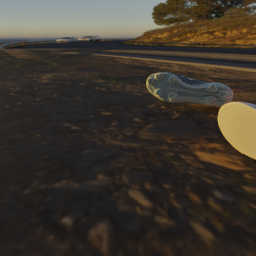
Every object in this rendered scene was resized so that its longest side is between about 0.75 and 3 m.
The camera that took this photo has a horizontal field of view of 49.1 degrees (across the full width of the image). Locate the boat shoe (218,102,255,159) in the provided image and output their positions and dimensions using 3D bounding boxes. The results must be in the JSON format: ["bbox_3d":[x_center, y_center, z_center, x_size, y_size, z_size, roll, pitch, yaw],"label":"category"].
[{"bbox_3d":[3.364,0.204,5.779,1.357,1.093,2.927,-9,31,-31],"label":"boat shoe"}]

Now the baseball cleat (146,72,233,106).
[{"bbox_3d":[2.158,-1.248,9.880,2.957,1.031,1.574,18,8,22],"label":"baseball cleat"}]
